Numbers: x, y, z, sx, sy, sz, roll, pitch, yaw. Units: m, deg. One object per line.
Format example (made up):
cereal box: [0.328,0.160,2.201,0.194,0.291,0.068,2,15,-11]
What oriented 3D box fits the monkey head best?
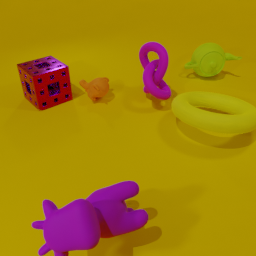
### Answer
monkey head: [-0.958,-1.245,8.174,0.816,0.684,1.134,44,25,-8]

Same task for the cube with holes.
cube with holes: [-2.401,-1.327,8.155,1.069,1.069,1.069,-26,43,-31]

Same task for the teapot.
teapot: [2.772,-2.220,9.296,1.841,1.144,0.901,-11,29,3]

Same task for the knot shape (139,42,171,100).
knot shape: [0.766,-1.516,8.006,0.752,1.628,1.523,-8,-5,3]

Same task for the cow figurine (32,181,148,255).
cow figurine: [-0.509,1.261,3.942,1.509,1.534,0.842,-14,78,-17]

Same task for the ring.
ring: [2.106,-0.424,6.807,2.100,0.420,2.100,5,24,-2]
